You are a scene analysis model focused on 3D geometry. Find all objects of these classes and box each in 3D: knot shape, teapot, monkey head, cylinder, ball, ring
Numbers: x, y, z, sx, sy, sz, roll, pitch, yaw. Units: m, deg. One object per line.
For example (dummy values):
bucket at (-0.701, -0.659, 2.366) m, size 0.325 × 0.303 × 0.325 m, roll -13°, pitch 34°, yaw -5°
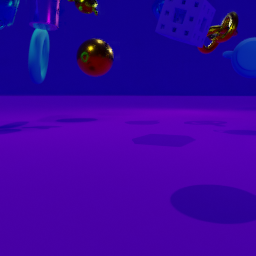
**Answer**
knot shape at (3.047, -3.183, 9.621) m, size 1.508 × 0.744 × 1.611 m, roll -33°, pitch 2°, yaw 8°
teapot at (3.250, -1.736, 7.179) m, size 1.638 × 1.018 × 0.802 m, roll 19°, pitch 3°, yaw 21°
monkey head at (-1.320, -4.005, 8.778) m, size 1.078 × 0.650 × 0.775 m, roll 27°, pitch -28°, yaw -1°
teapot at (1.479, -4.269, 10.178) m, size 1.132 × 0.892 × 1.821 m, roll -3°, pitch 17°, yaw 38°
cylinder at (-2.301, -3.180, 7.710) m, size 0.783 × 0.783 × 0.783 m, roll 5°, pitch 5°, yaw 0°
teapot at (-3.017, -2.965, 6.659) m, size 0.743 × 1.518 × 0.944 m, roll 16°, pitch -15°, yaw -26°
ball at (-1.207, -2.580, 10.281) m, size 1.370 × 1.370 × 1.370 m, roll 0°, pitch 7°, yaw 0°
ring at (-2.788, -2.255, 8.826) m, size 0.349 × 1.746 × 1.746 m, roll 7°, pitch 6°, yaw -9°

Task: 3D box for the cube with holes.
cube with holes at (1.326, -2.463, 6.432) m, size 0.886 × 0.886 × 0.886 m, roll 26°, pitch 18°, yaw 27°
